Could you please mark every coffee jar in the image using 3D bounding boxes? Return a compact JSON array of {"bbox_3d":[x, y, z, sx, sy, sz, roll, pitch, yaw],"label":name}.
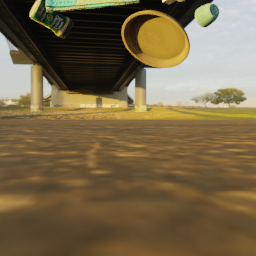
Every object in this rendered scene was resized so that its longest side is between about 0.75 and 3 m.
[{"bbox_3d":[-2.781,-4.000,10.343,1.508,0.787,0.644,26,5,-40],"label":"coffee jar"}]

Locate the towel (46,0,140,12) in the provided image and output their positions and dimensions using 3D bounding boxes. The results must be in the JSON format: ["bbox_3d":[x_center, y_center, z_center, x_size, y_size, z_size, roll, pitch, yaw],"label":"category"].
[{"bbox_3d":[-0.906,-3.807,6.773,2.431,1.783,0.264,1,5,12],"label":"towel"}]

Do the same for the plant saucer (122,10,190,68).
[{"bbox_3d":[0.645,-2.036,6.457,1.635,0.241,1.635,18,-26,10],"label":"plant saucer"}]

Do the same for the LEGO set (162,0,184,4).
[{"bbox_3d":[0.834,-2.643,4.397,0.618,1.620,0.665,4,-1,-30],"label":"LEGO set"}]

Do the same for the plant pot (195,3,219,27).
[{"bbox_3d":[3.081,-4.363,10.701,0.802,0.802,0.643,-1,-4,-25],"label":"plant pot"}]
